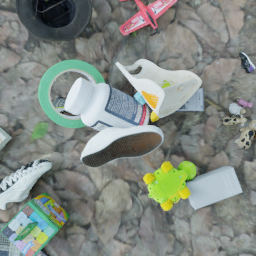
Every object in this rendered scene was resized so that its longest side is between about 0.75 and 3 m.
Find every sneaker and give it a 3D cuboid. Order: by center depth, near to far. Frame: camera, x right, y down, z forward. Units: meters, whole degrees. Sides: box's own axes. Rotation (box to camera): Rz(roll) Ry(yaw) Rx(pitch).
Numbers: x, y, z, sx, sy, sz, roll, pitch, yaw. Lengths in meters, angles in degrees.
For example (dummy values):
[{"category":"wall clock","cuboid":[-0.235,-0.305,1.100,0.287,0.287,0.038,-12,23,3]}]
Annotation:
[{"category":"sneaker","cuboid":[-0.231,0.281,8.892,2.959,1.253,1.077,-18,129,29]},{"category":"sneaker","cuboid":[-4.079,2.144,10.888,2.746,1.032,1.113,-30,101,1]},{"category":"sneaker","cuboid":[-2.523,-0.986,11.150,1.634,0.604,0.661,-18,84,-2]},{"category":"sneaker","cuboid":[4.731,-2.636,11.345,0.400,0.346,0.914,-37,88,4]}]

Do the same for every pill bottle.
[{"category":"pill bottle","cuboid":[-0.750,-0.662,10.046,2.728,1.631,1.631,25,87,-26]}]

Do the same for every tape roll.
[{"category":"tape roll","cuboid":[-2.072,-1.287,10.676,2.548,0.612,2.548,-3,99,-19]}]

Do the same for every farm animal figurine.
[{"category":"farm animal figurine","cuboid":[4.550,-0.190,10.937,1.450,0.903,1.795,-30,88,-1]}]

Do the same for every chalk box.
[{"category":"chalk box","cuboid":[-3.290,3.494,10.025,1.480,2.388,1.491,43,88,2]}]

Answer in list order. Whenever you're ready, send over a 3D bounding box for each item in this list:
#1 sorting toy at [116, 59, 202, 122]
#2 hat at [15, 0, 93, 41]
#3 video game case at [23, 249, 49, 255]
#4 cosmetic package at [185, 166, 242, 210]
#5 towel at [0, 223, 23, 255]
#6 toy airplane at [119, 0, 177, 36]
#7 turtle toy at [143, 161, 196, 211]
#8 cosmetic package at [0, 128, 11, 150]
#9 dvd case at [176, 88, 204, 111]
[{"category":"sorting toy","cuboid":[0.878,-1.732,10.406,2.551,2.833,1.514,45,128,19]},{"category":"hat","cuboid":[-2.818,-4.447,10.977,2.974,1.200,2.974,1,77,-4]},{"category":"video game case","cuboid":[-3.734,5.206,11.082,1.082,0.138,0.978,40,88,2]},{"category":"cosmetic package","cuboid":[3.238,2.289,10.871,1.974,0.890,1.054,-18,87,2]},{"category":"towel","cuboid":[-4.867,4.582,11.015,1.611,0.289,1.673,3,84,5]},{"category":"toy airplane","cuboid":[0.550,-4.872,11.361,2.607,0.480,2.607,0,90,4]},{"category":"turtle toy","cuboid":[1.685,2.039,10.721,2.126,1.075,1.549,-34,82,3]},{"category":"cosmetic package","cuboid":[-5.505,0.700,11.073,0.804,0.568,1.553,41,89,2]},{"category":"dvd case","cuboid":[2.438,-1.144,11.360,1.235,0.153,0.928,1,87,-1]}]
